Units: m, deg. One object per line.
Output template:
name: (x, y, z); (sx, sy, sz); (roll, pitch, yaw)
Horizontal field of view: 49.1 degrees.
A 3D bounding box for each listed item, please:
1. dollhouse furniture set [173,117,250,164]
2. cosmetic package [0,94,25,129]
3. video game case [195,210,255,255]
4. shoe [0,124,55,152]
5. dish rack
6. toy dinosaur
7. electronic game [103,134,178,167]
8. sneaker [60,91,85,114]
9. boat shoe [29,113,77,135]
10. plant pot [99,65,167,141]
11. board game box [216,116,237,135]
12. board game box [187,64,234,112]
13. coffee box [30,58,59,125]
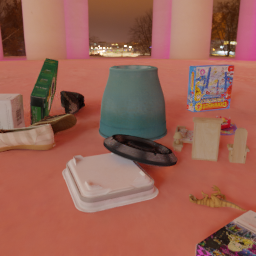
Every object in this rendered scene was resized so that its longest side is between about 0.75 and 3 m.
dollhouse furniture set: (2.448, 0.003, 8.505); (2.017, 1.155, 2.365); (4, 18, 13)
cosmetic package: (-4.880, -0.383, 9.309); (2.542, 1.434, 1.031); (2, 18, 0)
video game case: (2.061, 1.884, 3.980); (1.465, 0.289, 1.616); (-13, 22, -35)
shoe: (-3.569, 0.260, 8.384); (2.715, 0.725, 0.949); (-1, 18, -4)
dish rack: (-0.471, 1.044, 6.409); (1.823, 0.463, 2.125); (-6, 20, -21)
toy dinosaur: (1.781, 1.447, 5.480); (1.125, 0.340, 0.597); (-1, 28, 32)
electronic game: (0.325, 0.590, 7.389); (1.997, 0.415, 1.997); (14, 9, -2)
sneaker: (-2.446, -1.267, 12.769); (1.074, 1.021, 2.709); (-4, 18, -19)
boat shoe: (-2.582, -0.106, 9.305); (1.731, 0.625, 0.623); (-22, 29, -11)
plant pot: (0.177, -0.968, 9.675); (2.447, 2.300, 2.447); (0, 18, 0)
board game box: (3.334, -0.191, 10.442); (1.445, 0.356, 1.828); (4, 18, 12)
board game box: (3.776, -1.843, 12.873); (2.073, 2.029, 0.579); (-7, 19, -19)
coffee box: (-3.122, -1.323, 10.504); (0.557, 1.558, 2.534); (9, 43, -9)
